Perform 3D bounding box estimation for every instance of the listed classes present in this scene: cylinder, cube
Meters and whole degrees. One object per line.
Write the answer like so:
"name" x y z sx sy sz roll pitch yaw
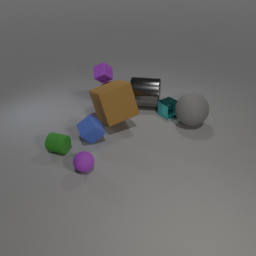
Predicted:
"cylinder" -2.563 0.557 10.287 0.700 0.700 0.700 11 33 17
"cube" -1.242 -2.768 14.074 0.700 0.700 0.700 -14 -20 32
"cube" 1.832 -0.916 12.749 0.700 0.700 0.700 -22 37 -27
"cylinder" 0.825 -1.692 13.373 1.400 1.400 1.400 5 31 8
"cube" -1.407 0.041 10.694 0.700 0.700 0.700 -38 52 12
"cube" -0.589 -1.062 11.517 1.400 1.400 1.400 -24 21 -17

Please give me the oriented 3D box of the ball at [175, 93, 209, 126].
"ball" 2.693 -0.783 11.788 1.400 1.400 1.400 0 31 0

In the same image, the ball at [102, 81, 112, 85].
"ball" -0.766 -1.465 12.998 1.400 1.400 1.400 0 31 0

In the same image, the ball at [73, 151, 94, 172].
"ball" -1.469 1.117 9.282 0.700 0.700 0.700 0 31 0
